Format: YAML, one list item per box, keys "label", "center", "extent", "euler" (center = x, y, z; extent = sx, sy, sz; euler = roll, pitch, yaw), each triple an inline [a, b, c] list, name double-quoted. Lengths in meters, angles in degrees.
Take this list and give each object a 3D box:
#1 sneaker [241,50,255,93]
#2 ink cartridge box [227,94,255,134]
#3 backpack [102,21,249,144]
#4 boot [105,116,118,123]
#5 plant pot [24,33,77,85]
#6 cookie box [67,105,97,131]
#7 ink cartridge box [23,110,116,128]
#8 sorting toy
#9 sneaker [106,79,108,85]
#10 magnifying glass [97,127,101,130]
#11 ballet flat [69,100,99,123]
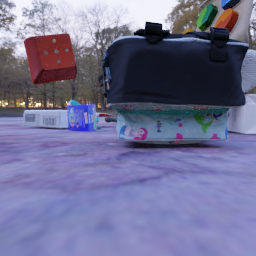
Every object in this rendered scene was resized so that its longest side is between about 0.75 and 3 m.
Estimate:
- label: "sneaker"
  center: [2.031, -0.841, 7.157]
  extent: [2.963, 1.142, 1.213]
  euler: [-29, 3, 23]
- label: "ink cartridge box"
  center: [3.457, -0.406, 7.884]
  extent: [1.696, 0.983, 2.913]
  euler: [0, 4, -2]
- label: "backpack"
  center: [0.602, -0.645, 4.592]
  extent: [2.050, 1.738, 2.309]
  euler: [0, 12, -6]
- label: "boot"
  center: [-0.544, -0.468, 15.922]
  extent: [1.133, 0.452, 1.246]
  euler: [-5, 12, -43]
- label: "plant pot"
  center: [-3.146, -3.055, 11.819]
  extent: [1.974, 1.976, 1.741]
  euler: [-13, 6, -22]
- label: "cookie box"
  center: [-1.322, -0.289, 7.984]
  extent: [0.876, 0.750, 0.329]
  euler: [3, 8, 38]
- label: "ink cartridge box"
  center: [-2.067, -0.269, 10.195]
  extent: [2.103, 0.621, 2.628]
  euler: [2, -1, 40]
- label: "sorting toy"
  center: [1.905, -2.390, 6.956]
  extent: [0.390, 2.172, 2.916]
  euler: [18, -18, -18]
- label: "sneaker"
  center: [-0.600, -1.936, 12.431]
  extent: [1.112, 0.391, 0.520]
  euler: [25, 30, 36]
- label: "magnifying glass"
  center: [-1.324, 0.008, 8.663]
  extent: [1.000, 0.112, 0.398]
  euler: [1, 3, -20]
- label: "ballet flat"
  center: [-2.397, -0.782, 15.014]
  extent: [1.869, 0.649, 0.649]
  euler: [35, -3, -9]
